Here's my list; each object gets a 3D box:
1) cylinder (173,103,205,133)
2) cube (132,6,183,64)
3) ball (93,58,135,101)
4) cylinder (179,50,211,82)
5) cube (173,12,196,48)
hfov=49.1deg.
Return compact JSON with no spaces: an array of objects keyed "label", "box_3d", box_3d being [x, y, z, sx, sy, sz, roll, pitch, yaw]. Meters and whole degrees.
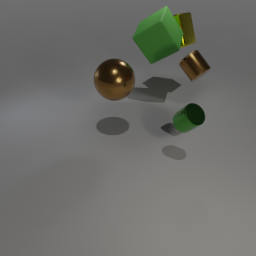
[{"label":"cylinder","box_3d":[1.792,-0.286,8.272,0.700,0.700,0.700,7,69,-20]},{"label":"cube","box_3d":[1.253,-3.769,11.450,1.400,1.400,1.400,-19,36,35]},{"label":"ball","box_3d":[-0.456,-1.619,9.418,1.400,1.400,1.400,0,30,0]},{"label":"cylinder","box_3d":[2.033,-1.879,8.530,0.700,0.700,0.700,-29,82,-40]},{"label":"cube","box_3d":[2.130,-4.406,12.933,1.400,1.400,1.400,-3,20,36]}]
